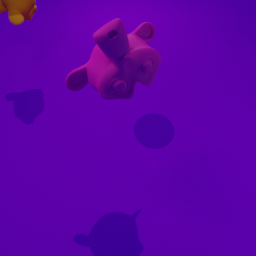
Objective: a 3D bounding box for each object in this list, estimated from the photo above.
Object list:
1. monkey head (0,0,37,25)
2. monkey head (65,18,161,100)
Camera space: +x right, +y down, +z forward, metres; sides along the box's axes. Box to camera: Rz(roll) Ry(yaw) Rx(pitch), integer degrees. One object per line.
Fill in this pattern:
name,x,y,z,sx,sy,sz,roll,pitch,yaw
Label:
monkey head,-3.313,-3.718,7.879,1.435,1.202,1.994,-10,90,1
monkey head,-0.221,-1.224,4.702,1.953,1.405,1.177,-35,44,-4
